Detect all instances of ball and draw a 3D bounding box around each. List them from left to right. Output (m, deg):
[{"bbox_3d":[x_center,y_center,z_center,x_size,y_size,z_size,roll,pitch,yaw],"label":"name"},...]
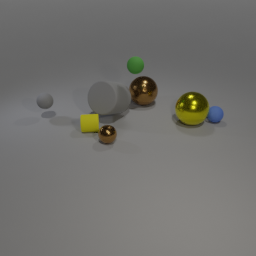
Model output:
[{"bbox_3d":[-3.531,-1.150,11.914,0.700,0.700,0.700,0,29,0],"label":"ball"},{"bbox_3d":[-0.763,0.228,10.444,0.700,0.700,0.700,0,29,0],"label":"ball"},{"bbox_3d":[0.303,-2.530,11.315,0.700,0.700,0.700,0,29,0],"label":"ball"},{"bbox_3d":[0.732,-1.780,13.406,1.400,1.400,1.400,0,29,0],"label":"ball"},{"bbox_3d":[2.657,-0.808,11.608,1.400,1.400,1.400,0,29,0],"label":"ball"},{"bbox_3d":[3.700,-0.585,11.905,0.700,0.700,0.700,0,29,0],"label":"ball"}]

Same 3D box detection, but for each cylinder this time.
[{"bbox_3d":[-1.529,-0.200,11.234,0.700,0.700,0.700,-3,29,-5],"label":"cylinder"},{"bbox_3d":[-0.775,-1.278,11.979,1.400,1.400,1.400,14,11,24],"label":"cylinder"}]
